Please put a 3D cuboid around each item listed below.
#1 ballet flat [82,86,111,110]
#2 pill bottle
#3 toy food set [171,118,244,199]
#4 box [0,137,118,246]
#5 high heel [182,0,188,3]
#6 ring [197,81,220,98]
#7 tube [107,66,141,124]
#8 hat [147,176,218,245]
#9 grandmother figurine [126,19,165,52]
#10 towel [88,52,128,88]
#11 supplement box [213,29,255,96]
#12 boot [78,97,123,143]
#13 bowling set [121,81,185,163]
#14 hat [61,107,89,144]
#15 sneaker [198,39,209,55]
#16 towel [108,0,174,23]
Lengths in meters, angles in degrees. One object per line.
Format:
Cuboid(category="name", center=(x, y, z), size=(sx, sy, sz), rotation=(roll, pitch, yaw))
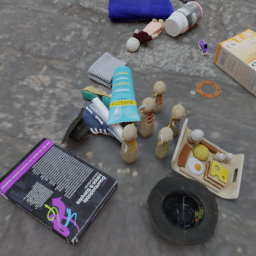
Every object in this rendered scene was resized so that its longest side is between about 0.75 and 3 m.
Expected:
Cuboid(category="ballet flat", center=(-0.833, -1.063, 9.800), size=(1.707, 0.586, 0.538), rotation=(28, 48, 19))
Cuboid(category="pill bottle", center=(2.440, -4.779, 12.353), size=(0.962, 0.962, 1.690), rotation=(36, 61, 24))
Cuboid(category="toy food set", center=(2.295, 0.844, 7.895), size=(2.145, 0.648, 1.539), rotation=(31, 54, -8))
Cuboid(category="box", center=(-1.956, 1.625, 7.755), size=(2.775, 0.501, 1.984), rotation=(26, 55, 20))
Cuboid(category="high heel", center=(3.157, -6.918, 14.245), size=(1.331, 0.475, 0.949), rotation=(-27, 63, -8))
Cuboid(category="ring", center=(2.990, -1.464, 10.393), size=(0.865, 0.083, 0.865), rotation=(0, 54, 0))
Cuboid(category="tube", center=(-0.165, -1.061, 9.193), size=(0.998, 0.649, 2.577), rotation=(-10, 45, 7))
Cuboid(category="hat", center=(1.321, 2.150, 7.243), size=(1.885, 0.761, 1.885), rotation=(6, 61, -11))
Cuboid(category="grandmother figurine", center=(0.728, -3.941, 11.981), size=(2.098, 0.635, 1.272), rotation=(-44, 36, -24))
Cuboid(category="towel", center=(-0.745, -2.238, 10.678), size=(1.079, 0.558, 1.303), rotation=(27, 57, 18))
Cuboid(category="supplement box", center=(4.849, -2.393, 10.500), size=(1.720, 1.004, 2.730), rotation=(-29, 59, -19))
Cuboid(category="boot", center=(-0.769, -0.018, 9.037), size=(0.895, 0.721, 1.981), rotation=(-40, 67, 3))
Cuboid(category="bowling set", center=(1.187, -0.076, 8.405), size=(2.034, 1.569, 2.922), rotation=(18, 55, 14))
Cuboid(category="hat", center=(-1.492, 0.029, 8.563), size=(0.533, 1.321, 1.321), rotation=(32, 54, -14))
Cuboid(category="sneaker", center=(3.215, -3.442, 11.704), size=(0.363, 0.375, 0.899), rotation=(-5, 52, -4))
Cuboid(category="towel", center=(0.577, -5.719, 13.282), size=(2.991, 0.741, 2.208), rotation=(0, 46, 0))
